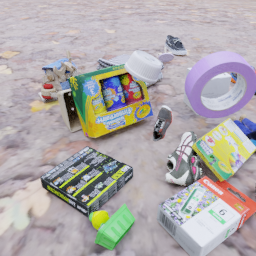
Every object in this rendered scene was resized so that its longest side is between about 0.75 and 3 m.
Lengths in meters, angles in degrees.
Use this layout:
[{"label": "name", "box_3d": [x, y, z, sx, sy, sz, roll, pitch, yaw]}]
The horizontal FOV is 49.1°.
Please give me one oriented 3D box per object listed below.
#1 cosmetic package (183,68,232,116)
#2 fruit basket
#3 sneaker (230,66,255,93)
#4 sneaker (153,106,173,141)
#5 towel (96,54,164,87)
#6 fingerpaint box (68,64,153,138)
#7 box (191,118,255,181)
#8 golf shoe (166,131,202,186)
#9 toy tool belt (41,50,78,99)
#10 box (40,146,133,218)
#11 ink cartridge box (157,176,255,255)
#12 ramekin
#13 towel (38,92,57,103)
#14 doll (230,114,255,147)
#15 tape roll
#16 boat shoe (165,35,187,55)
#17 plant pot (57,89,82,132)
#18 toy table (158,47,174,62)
[{"label": "cosmetic package", "box_3d": [3.327, -1.635, 11.977, 1.368, 1.660, 1.369, -9, 33, -14]}, {"label": "fruit basket", "box_3d": [-0.487, 2.271, 6.762, 1.080, 0.779, 1.080, 11, 42, -10]}, {"label": "sneaker", "box_3d": [6.046, -2.519, 13.954, 1.012, 1.054, 2.687, -14, 35, -19]}, {"label": "sneaker", "box_3d": [0.944, -0.072, 7.907, 0.438, 1.136, 0.465, 24, 36, 24]}, {"label": "towel", "box_3d": [0.060, -3.027, 14.569, 2.936, 1.257, 2.431, 21, 37, 29]}, {"label": "fingerpaint box", "box_3d": [-0.561, -1.129, 10.490, 2.698, 2.251, 0.989, -20, 13, -30]}, {"label": "box", "box_3d": [2.951, 0.658, 8.628, 2.361, 0.571, 1.385, -23, 71, -46]}, {"label": "golf shoe", "box_3d": [1.720, 0.847, 8.828, 1.040, 0.912, 2.362, -3, 31, 11]}, {"label": "toy tool belt", "box_3d": [-3.319, -2.618, 13.229, 1.757, 1.730, 2.815, 8, 27, 11]}, {"label": "box", "box_3d": [-1.178, 1.444, 8.248, 1.931, 0.475, 1.999, 23, 38, 28]}, {"label": "ink cartridge box", "box_3d": [2.158, 2.001, 7.121, 2.597, 0.654, 1.415, -22, 41, -30]}, {"label": "ramekin", "box_3d": [0.546, -2.068, 9.312, 1.208, 0.634, 1.208, 22, 28, -13]}, {"label": "towel", "box_3d": [-3.771, -1.501, 13.162, 0.698, 0.182, 1.053, -16, 35, -25]}, {"label": "doll", "box_3d": [4.688, 0.307, 9.915, 1.672, 0.594, 2.450, -10, 33, -14]}, {"label": "tape roll", "box_3d": [3.047, -1.379, 9.304, 2.201, 2.201, 0.722, -3, 42, -4]}, {"label": "boat shoe", "box_3d": [3.266, -5.735, 19.168, 0.970, 0.917, 2.704, -7, 33, -11]}, {"label": "plant pot", "box_3d": [-2.006, -0.950, 11.170, 1.560, 1.561, 1.382, -21, 26, -29]}, {"label": "toy table", "box_3d": [2.343, -4.518, 17.448, 0.929, 0.854, 0.544, 4, 49, -6]}]
